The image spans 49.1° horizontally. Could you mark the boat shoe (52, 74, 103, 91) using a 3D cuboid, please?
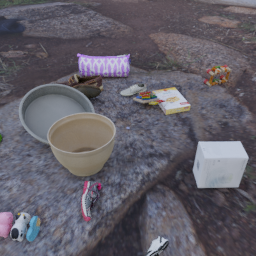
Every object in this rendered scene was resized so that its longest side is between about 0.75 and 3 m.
[{"bbox_3d":[-2.495,-2.171,13.418,2.571,0.925,0.928,-2,38,-3],"label":"boat shoe"}]

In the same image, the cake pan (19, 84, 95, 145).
[{"bbox_3d":[-2.692,-0.470,10.790,2.828,0.519,2.828,10,54,-14],"label":"cake pan"}]

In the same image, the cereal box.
[{"bbox_3d":[1.937,-1.257,12.731,1.180,0.324,1.640,-12,39,-15],"label":"cereal box"}]

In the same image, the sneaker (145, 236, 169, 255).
[{"bbox_3d":[0.681,3.119,7.213,0.812,0.299,0.325,-26,31,-35],"label":"sneaker"}]

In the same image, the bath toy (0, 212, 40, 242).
[{"bbox_3d":[-3.275,2.581,7.585,1.678,0.620,0.730,4,38,6],"label":"bath toy"}]

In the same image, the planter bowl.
[{"bbox_3d":[-1.472,0.665,9.345,2.158,1.453,2.158,0,37,0],"label":"planter bowl"}]

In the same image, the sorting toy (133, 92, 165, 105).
[{"bbox_3d":[0.836,-1.380,12.435,0.874,0.307,1.812,-14,23,-29],"label":"sorting toy"}]

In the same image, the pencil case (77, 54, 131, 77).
[{"bbox_3d":[-1.211,-3.272,14.644,2.751,1.176,1.154,-2,42,0],"label":"pencil case"}]

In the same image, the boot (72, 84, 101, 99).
[{"bbox_3d":[-2.369,-1.101,12.298,2.636,0.985,1.278,-11,58,-14],"label":"boot"}]

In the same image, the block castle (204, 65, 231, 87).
[{"bbox_3d":[4.487,-2.679,14.152,1.281,0.856,0.601,-17,47,-20],"label":"block castle"}]

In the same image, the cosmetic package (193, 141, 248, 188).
[{"bbox_3d":[2.863,1.164,8.810,1.326,1.322,0.815,-2,37,-1],"label":"cosmetic package"}]

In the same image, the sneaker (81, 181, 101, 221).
[{"bbox_3d":[-1.093,2.091,8.261,0.519,0.560,1.389,1,37,-2],"label":"sneaker"}]

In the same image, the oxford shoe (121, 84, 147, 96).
[{"bbox_3d":[0.269,-1.869,13.485,1.347,0.389,0.506,-16,44,-16],"label":"oxford shoe"}]

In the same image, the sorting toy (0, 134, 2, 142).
[{"bbox_3d":[-5.642,0.418,10.218,1.893,0.777,1.137,-23,43,-28],"label":"sorting toy"}]
